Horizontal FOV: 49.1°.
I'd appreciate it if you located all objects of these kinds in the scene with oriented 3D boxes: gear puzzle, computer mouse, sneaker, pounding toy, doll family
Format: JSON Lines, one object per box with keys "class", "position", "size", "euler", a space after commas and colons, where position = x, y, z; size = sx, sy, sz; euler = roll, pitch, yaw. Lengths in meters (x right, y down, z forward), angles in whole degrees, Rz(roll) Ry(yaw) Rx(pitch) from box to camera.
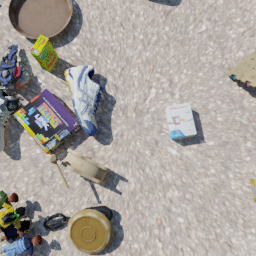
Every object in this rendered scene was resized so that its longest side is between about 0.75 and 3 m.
{"class": "gear puzzle", "position": [4.921, -2.400, 9.807], "size": [2.801, 0.367, 1.451], "euler": [-38, 41, -6]}
{"class": "computer mouse", "position": [-1.610, 2.910, 9.066], "size": [2.284, 0.389, 0.669], "euler": [-8, 104, 3]}
{"class": "sneaker", "position": [-1.310, -1.005, 9.480], "size": [1.121, 0.957, 2.543], "euler": [-17, 80, -3]}
{"class": "pounding toy", "position": [-1.646, 1.395, 9.015], "size": [2.001, 1.144, 1.148], "euler": [29, 80, -14]}
{"class": "sneaker", "position": [-4.209, -0.417, 9.387], "size": [1.437, 0.881, 2.207], "euler": [-24, 70, 4]}
{"class": "doll family", "position": [-3.517, 3.026, 8.636], "size": [1.303, 0.885, 2.254], "euler": [-23, 106, -4]}

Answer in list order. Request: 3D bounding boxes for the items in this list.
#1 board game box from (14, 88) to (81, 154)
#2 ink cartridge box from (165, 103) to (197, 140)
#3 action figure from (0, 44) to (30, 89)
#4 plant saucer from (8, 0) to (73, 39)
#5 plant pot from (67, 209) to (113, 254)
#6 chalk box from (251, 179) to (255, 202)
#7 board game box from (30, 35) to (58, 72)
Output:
{"class": "board game box", "position": [-2.730, -0.230, 9.560], "size": [1.460, 0.501, 1.767], "euler": [-42, 82, -6]}
{"class": "ink cartridge box", "position": [1.791, -0.231, 9.565], "size": [0.814, 0.477, 1.126], "euler": [-10, 78, 0]}
{"class": "action figure", "position": [-4.412, -2.019, 9.860], "size": [1.988, 1.075, 2.055], "euler": [9, 53, -5]}
{"class": "plant saucer", "position": [-3.208, -4.297, 10.404], "size": [2.366, 0.407, 2.366], "euler": [0, 79, 1]}
{"class": "plant pot", "position": [-1.223, 3.296, 8.788], "size": [1.492, 0.205, 1.492], "euler": [1, 95, 9]}
{"class": "chalk box", "position": [4.738, 1.960, 9.014], "size": [1.204, 0.746, 0.752], "euler": [-3, 78, -2]}
{"class": "board game box", "position": [-2.825, -2.507, 9.566], "size": [0.321, 1.349, 0.685], "euler": [26, 80, 5]}
